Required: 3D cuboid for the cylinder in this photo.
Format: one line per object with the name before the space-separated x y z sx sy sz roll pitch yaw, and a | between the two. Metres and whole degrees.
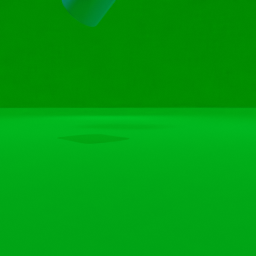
cylinder | -0.843 -3.025 6.385 0.983 0.983 0.983 -41 -21 33
